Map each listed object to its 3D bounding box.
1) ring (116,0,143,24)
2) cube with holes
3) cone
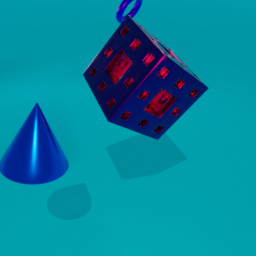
[{"bbox_3d":[0.051,-4.182,9.770,0.247,1.235,1.235,45,45,9],"label":"ring"},{"bbox_3d":[0.283,-0.855,5.104,1.357,1.357,1.357,21,30,-45],"label":"cube with holes"},{"bbox_3d":[-1.350,0.101,4.109,1.028,1.032,1.028,9,26,-4],"label":"cone"}]
